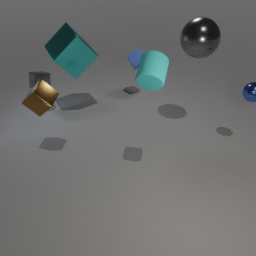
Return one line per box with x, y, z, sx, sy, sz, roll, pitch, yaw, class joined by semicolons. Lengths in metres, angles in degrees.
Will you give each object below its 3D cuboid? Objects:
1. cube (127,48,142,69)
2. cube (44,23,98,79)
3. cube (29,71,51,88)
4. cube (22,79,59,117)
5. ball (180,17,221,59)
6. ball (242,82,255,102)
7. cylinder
0.436;-3.406;13.838;0.700;0.700;0.700;-30;1;6;cube
-2.379;-3.217;11.724;1.400;1.400;1.400;-44;48;8;cube
-3.873;-2.085;12.301;0.700;0.700;0.700;-13;26;-38;cube
-2.707;-0.926;8.700;0.700;0.700;0.700;-30;32;35;cube
2.548;-3.175;9.898;1.400;1.400;1.400;0;31;0;ball
4.359;-1.247;9.756;0.700;0.700;0.700;0;31;0;ball
0.591;-1.392;6.831;0.700;0.700;0.700;9;67;14;cylinder
